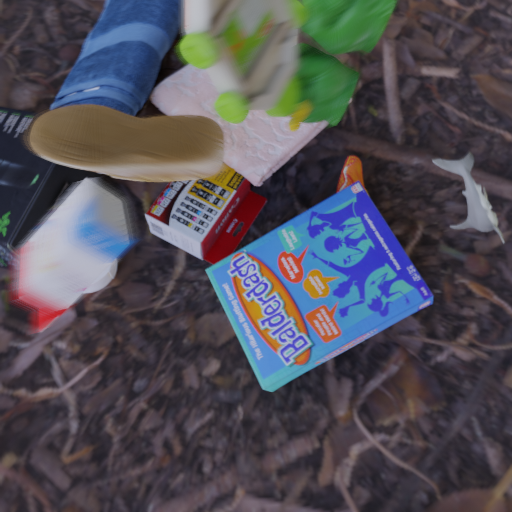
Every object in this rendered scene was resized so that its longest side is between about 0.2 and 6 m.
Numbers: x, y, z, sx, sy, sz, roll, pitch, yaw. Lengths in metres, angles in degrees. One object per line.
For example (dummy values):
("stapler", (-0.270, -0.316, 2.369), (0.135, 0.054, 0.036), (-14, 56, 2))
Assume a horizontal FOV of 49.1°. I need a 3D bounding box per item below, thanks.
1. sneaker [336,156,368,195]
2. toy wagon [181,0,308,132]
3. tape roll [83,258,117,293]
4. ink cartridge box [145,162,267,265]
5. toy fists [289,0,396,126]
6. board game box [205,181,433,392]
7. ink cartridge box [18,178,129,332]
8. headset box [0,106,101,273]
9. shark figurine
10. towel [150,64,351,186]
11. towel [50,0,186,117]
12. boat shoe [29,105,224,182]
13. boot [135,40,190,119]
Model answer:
("sneaker", (1.822, -0.673, 10.032), (0.898, 0.849, 2.327), (1, 76, 5))
("toy wagon", (-0.007, -2.715, 7.393), (0.520, 2.628, 2.039), (12, 63, 33))
("tape roll", (-2.989, 0.127, 9.878), (1.030, 0.360, 1.030), (0, 64, 0))
("ink cartridge box", (-0.839, -0.905, 10.143), (1.544, 0.737, 1.759), (27, 68, 11))
("toy fists", (1.066, -3.107, 8.434), (1.227, 2.407, 0.828), (20, 38, -6))
("board game box", (0.957, 0.492, 9.095), (2.964, 0.667, 2.254), (-31, 68, 6))
("ink cartridge box", (-2.307, 0.007, 6.717), (1.670, 0.561, 0.970), (-43, 39, 15))
("headset box", (-4.399, -1.180, 9.739), (2.891, 1.341, 2.517), (14, 66, 15))
("shark figurine", (2.845, -0.630, 7.509), (0.616, 1.476, 0.882), (-23, 43, 25))
("towel", (-0.081, -2.969, 10.465), (2.840, 0.458, 2.713), (41, 73, 19))
("towel", (-2.599, -4.161, 11.101), (2.112, 0.918, 3.782), (-2, 58, 34))
("boat shoe", (-1.949, -1.601, 8.704), (2.973, 1.029, 1.096), (7, 72, 5))
("boot", (-1.242, -3.131, 11.255), (2.018, 0.696, 2.166), (14, 71, 1))
